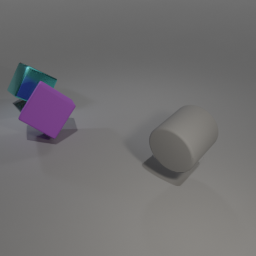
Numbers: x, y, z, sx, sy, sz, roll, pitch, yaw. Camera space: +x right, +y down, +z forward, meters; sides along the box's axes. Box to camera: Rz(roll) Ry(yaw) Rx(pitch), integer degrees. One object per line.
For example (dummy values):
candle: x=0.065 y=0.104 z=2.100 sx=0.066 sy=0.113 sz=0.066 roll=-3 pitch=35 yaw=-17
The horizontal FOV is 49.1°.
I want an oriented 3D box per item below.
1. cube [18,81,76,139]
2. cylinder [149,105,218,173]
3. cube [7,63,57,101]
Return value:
cube: x=-2.898 y=-0.685 z=10.081 sx=1.400 sy=1.400 sz=1.400 roll=32 pitch=3 yaw=-21
cylinder: x=1.538 y=0.276 z=7.727 sx=1.400 sy=1.400 sz=1.400 roll=23 pitch=44 yaw=35
cube: x=-4.241 y=-1.894 z=12.377 sx=1.400 sy=1.400 sz=1.400 roll=23 pitch=2 yaw=-40
